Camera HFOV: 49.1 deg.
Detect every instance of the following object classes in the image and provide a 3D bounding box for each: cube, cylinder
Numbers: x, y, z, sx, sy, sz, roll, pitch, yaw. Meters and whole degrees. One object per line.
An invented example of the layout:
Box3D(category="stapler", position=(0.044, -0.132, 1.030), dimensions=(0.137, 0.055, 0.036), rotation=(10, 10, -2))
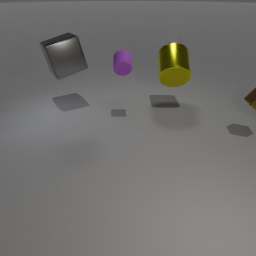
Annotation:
Box3D(category="cube", position=(-2.719, -3.071, 11.841), dimensions=(1.400, 1.400, 1.400), rotation=(-25, 32, -15))
Box3D(category="cube", position=(4.773, -0.985, 10.086), dimensions=(0.700, 0.700, 0.700), rotation=(37, 22, -14))
Box3D(category="cylinder", position=(-0.204, -2.464, 10.597), dimensions=(0.700, 0.700, 0.700), rotation=(-1, 52, -1))
Box3D(category="cylinder", position=(2.031, -2.775, 12.402), dimensions=(1.400, 1.400, 1.400), rotation=(1, 61, 1))
